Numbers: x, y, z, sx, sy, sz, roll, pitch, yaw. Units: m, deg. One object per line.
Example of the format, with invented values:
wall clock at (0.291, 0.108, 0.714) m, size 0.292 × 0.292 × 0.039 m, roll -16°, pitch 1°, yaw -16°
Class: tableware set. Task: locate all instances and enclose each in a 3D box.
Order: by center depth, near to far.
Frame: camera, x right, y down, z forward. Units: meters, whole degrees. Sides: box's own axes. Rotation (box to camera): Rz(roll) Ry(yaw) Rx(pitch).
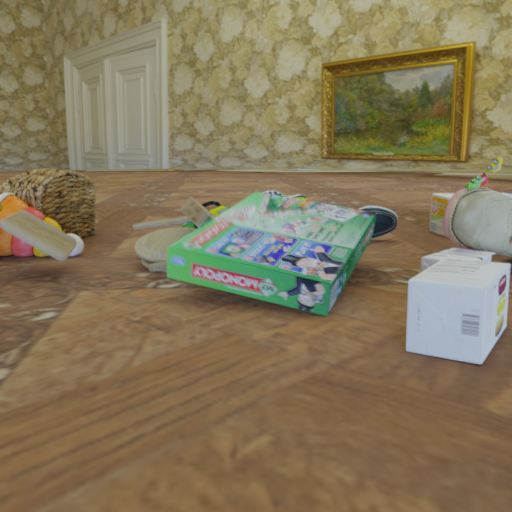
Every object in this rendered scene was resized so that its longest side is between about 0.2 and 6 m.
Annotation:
tableware set at (-0.675, -0.176, 10.633) m, size 3.186 × 0.639 × 2.106 m, roll -10°, pitch 28°, yaw -16°

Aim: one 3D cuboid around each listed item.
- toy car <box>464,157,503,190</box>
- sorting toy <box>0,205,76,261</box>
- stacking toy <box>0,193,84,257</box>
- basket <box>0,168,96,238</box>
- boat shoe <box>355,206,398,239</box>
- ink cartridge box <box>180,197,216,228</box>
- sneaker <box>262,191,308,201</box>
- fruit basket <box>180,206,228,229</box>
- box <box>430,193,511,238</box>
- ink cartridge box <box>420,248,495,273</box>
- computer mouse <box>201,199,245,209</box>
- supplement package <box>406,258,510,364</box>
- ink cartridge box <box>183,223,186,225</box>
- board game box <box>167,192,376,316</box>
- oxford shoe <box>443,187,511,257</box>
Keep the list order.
toy car at (3.746, -1.272, 9.316) m, size 0.704 × 0.167 × 0.748 m, roll -33°, pitch -16°, yaw -24°
sorting toy at (-3.952, -0.470, 9.603) m, size 1.700 × 0.228 × 1.267 m, roll 31°, pitch 6°, yaw -15°
stacking toy at (-4.321, -0.386, 11.062) m, size 1.813 × 1.325 × 1.325 m, roll 18°, pitch 11°, yaw -4°
basket at (-4.998, -1.170, 12.820) m, size 1.741 × 1.668 × 2.337 m, roll 4°, pitch 12°, yaw 15°
boat shoe at (2.167, -0.676, 12.718) m, size 2.170 × 0.821 × 0.655 m, roll -7°, pitch 12°, yaw 4°
ink cartridge box at (-0.917, -0.640, 10.354) m, size 0.728 × 0.332 × 0.883 m, roll 39°, pitch 2°, yaw -37°
sneaker at (0.691, -1.653, 17.948) m, size 2.015 × 0.750 × 0.853 m, roll 3°, pitch 2°, yaw -36°
fruit basket at (-0.952, -0.597, 12.066) m, size 1.141 × 0.823 × 1.141 m, roll -13°, pitch 4°, yaw 1°
box at (5.402, -1.017, 13.775) m, size 1.935 × 0.981 × 1.088 m, roll -2°, pitch 12°, yaw -7°
ink cartridge box at (3.300, 0.194, 9.109) m, size 0.772 × 0.452 × 1.331 m, roll 10°, pitch 14°, yaw 39°
computer mouse at (-0.605, -1.335, 16.913) m, size 2.734 × 0.465 × 0.801 m, roll -3°, pitch 47°, yaw 4°
supplement package at (2.334, 0.554, 6.380) m, size 0.804 × 0.835 × 1.467 m, roll 6°, pitch 13°, yaw 32°
ink cartridge box at (-1.402, -0.878, 15.082) m, size 0.645 × 0.227 × 1.081 m, roll 6°, pitch 11°, yaw 25°
board game box at (0.458, -0.237, 9.084) m, size 2.389 × 0.517 × 3.550 m, roll 12°, pitch 23°, yaw 18°
oxford shoe at (4.521, -0.484, 9.744) m, size 3.210 × 1.136 × 1.185 m, roll 7°, pitch 11°, yaw -36°
